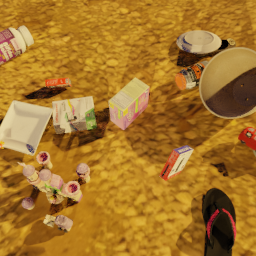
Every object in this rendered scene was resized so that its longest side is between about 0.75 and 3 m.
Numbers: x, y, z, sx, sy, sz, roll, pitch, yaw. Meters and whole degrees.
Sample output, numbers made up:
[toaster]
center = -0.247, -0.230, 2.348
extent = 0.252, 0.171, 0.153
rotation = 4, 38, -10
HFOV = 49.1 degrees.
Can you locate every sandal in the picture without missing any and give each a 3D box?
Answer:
[sandal]
center = 2.625, 2.950, 7.908
extent = 0.988, 0.593, 2.632
rotation = 7, 60, 4

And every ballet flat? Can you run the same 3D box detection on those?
[ballet flat]
center = 3.686, -3.425, 11.753
extent = 1.919, 0.445, 0.647
rotation = -14, 59, -8

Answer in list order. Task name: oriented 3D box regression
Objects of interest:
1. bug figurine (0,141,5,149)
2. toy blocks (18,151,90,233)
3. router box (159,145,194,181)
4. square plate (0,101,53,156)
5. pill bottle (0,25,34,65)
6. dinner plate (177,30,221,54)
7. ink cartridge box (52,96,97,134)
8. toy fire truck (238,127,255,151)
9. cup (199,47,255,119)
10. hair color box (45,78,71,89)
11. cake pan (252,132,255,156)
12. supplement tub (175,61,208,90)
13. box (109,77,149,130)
[bug figurine]
center = -4.653, 0.750, 9.302
extent = 0.806, 0.267, 1.039
rotation = 29, 75, 20
[toy blocks]
center = -2.202, 1.669, 8.071
extent = 1.797, 1.618, 1.923
rotation = 16, 61, 9
[router box]
center = 1.123, 0.796, 6.473
extent = 0.199, 0.730, 0.814
rotation = 35, 23, 27
[square plate]
center = -3.577, -0.023, 9.641
extent = 1.711, 0.246, 1.728
rotation = 12, 71, 18
[pill bottle]
center = -4.885, -3.373, 11.358
extent = 1.936, 1.087, 1.087
rotation = -36, 66, -19
[dinner plate]
center = 2.998, -3.718, 11.833
extent = 1.852, 0.225, 1.852
rotation = -2, 47, 3
[ink cartridge box]
center = -1.900, -0.461, 9.911
extent = 1.445, 0.607, 1.047
rotation = -9, 60, -5
[toy fire truck]
center = 4.640, 0.455, 9.251
extent = 1.719, 0.419, 1.212
rotation = 38, 50, 20
[cup]
center = 3.915, -1.409, 9.678
extent = 1.666, 2.329, 2.329
rotation = 6, 48, -46
[hair color box]
center = -2.642, -1.695, 10.649
extent = 0.883, 0.448, 0.270
rotation = -6, 84, 1
[cake pan]
center = 4.970, 0.656, 9.427
extent = 1.689, 0.310, 1.689
rotation = 0, 59, 0
[supplement tub]
center = 2.523, -1.980, 10.694
extent = 1.326, 0.812, 0.812
rotation = -23, 62, -13
[box]
center = 0.052, -0.835, 9.782
extent = 0.664, 1.209, 1.374
rotation = 38, 66, 20
